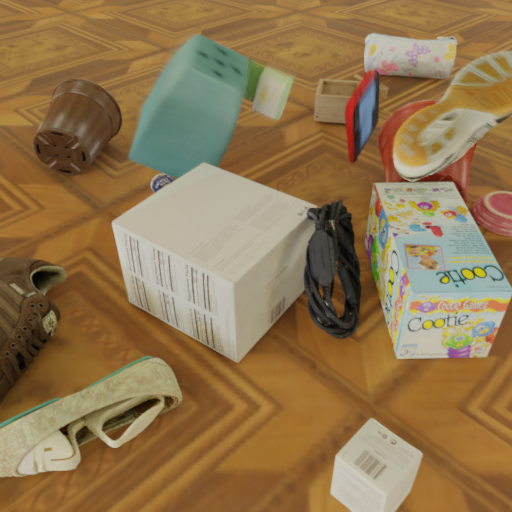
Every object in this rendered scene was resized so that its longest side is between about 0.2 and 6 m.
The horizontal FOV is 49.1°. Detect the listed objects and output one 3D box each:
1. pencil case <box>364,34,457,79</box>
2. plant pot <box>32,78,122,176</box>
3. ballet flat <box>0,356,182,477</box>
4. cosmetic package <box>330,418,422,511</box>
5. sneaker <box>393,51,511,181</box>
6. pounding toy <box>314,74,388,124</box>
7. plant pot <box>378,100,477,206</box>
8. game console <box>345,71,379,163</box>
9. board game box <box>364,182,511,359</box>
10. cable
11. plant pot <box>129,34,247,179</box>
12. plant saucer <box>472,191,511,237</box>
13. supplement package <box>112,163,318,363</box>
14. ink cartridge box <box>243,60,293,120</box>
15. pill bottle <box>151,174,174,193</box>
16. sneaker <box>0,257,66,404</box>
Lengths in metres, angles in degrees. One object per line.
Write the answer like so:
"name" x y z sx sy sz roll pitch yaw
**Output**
"pencil case" 3.980 -5.201 14.570 2.341 1.062 0.973 6 63 9
"plant pot" -3.597 -2.461 11.100 1.486 1.486 1.471 6 49 7
"ballet flat" -1.936 1.902 6.233 2.436 0.822 0.760 -26 56 -27
"cosmetic package" 1.221 2.258 5.787 0.641 0.766 0.637 31 49 32
"sneaker" 2.999 -2.012 8.206 2.451 1.074 0.927 -33 72 -1
"pounding toy" 2.193 -3.590 12.896 1.564 0.715 1.374 7 40 8
"plant pot" 2.946 -1.478 9.732 1.754 1.754 1.706 8 49 10
"game console" 2.028 -2.632 10.506 0.220 1.251 1.414 13 52 27
"board game box" 2.430 0.126 7.973 1.276 1.253 2.433 -1 40 -1
"cable" 1.078 0.198 7.720 0.480 1.889 1.541 -6 8 24
"plant pot" -0.957 -2.358 8.941 1.377 1.949 1.377 20 52 -20
"plant saucer" 4.420 -0.786 9.845 1.157 0.293 1.157 -1 39 0
"supplement package" -0.525 0.001 7.924 2.050 1.508 1.961 25 46 27
"ink cartridge box" 0.046 -2.707 9.045 0.964 0.701 0.231 24 48 3
"pill bottle" -1.587 -1.159 10.190 0.417 0.417 0.751 -21 44 -24
"sneaker" -3.132 0.909 7.266 1.042 0.972 2.760 -5 40 -8
